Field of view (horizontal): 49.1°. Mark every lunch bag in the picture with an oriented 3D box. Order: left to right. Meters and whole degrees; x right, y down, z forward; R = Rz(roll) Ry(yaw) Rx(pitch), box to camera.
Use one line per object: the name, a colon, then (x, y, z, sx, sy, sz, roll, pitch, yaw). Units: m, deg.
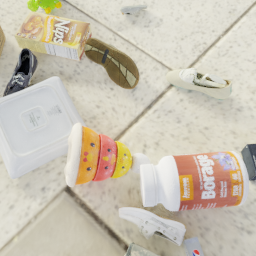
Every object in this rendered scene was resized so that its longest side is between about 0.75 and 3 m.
lunch bag: (0.346, 4.126, 7.128, 1.531, 1.097, 1.866, 23, 74, 13)

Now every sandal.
sandal: (-0.552, -2.616, 10.966, 2.861, 1.149, 0.772, 40, 28, 22)

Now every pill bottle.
pill bottle: (1.833, 1.575, 8.234, 2.879, 1.615, 1.615, -5, 61, -3)

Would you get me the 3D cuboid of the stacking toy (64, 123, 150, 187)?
stacking toy: (-0.557, 0.930, 8.768, 2.671, 1.952, 1.952, 7, 60, -15)

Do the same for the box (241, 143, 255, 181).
box: (4.389, 1.075, 9.051, 1.054, 0.665, 1.072, -3, 61, -2)

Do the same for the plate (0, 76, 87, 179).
plate: (-3.158, -0.227, 9.600, 2.975, 0.481, 2.969, -26, 73, -16)

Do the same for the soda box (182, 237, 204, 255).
soda box: (1.917, 3.714, 7.721, 0.406, 0.437, 1.281, -13, 62, -7)

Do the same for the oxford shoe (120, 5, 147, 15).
oxford shoe: (0.265, -5.396, 12.833, 1.331, 0.501, 0.384, -15, 103, -17)

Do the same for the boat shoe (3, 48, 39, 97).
boat shoe: (-4.135, -1.831, 10.548, 0.998, 0.862, 2.748, 8, 61, 4)

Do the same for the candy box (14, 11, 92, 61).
candy box: (-3.070, -3.870, 11.732, 2.732, 0.755, 1.577, 13, 62, 7)

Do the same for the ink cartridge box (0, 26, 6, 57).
ink cartridge box: (-5.740, -3.291, 10.550, 1.040, 2.280, 2.768, 1, 61, 0)

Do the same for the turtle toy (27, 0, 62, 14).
turtle toy: (-3.838, -5.796, 12.716, 1.551, 1.130, 0.784, -36, 34, -19)

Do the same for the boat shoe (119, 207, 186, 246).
boat shoe: (0.635, 2.834, 8.050, 2.028, 0.718, 0.703, 15, 62, 7)

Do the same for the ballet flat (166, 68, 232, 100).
ballet flat: (2.693, -1.827, 10.567, 2.540, 0.882, 0.882, 19, 63, 10)
